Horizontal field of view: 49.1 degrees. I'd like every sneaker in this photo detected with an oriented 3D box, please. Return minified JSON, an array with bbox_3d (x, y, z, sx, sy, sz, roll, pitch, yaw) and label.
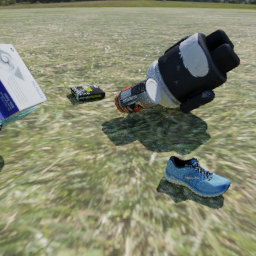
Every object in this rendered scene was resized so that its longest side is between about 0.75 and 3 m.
[{"bbox_3d":[1.305,0.888,5.397,1.300,0.585,0.510,15,31,27],"label":"sneaker"}]

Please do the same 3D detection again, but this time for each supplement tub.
[{"bbox_3d":[0.251,-0.854,7.871,1.218,0.746,0.746,-17,13,39],"label":"supplement tub"}]

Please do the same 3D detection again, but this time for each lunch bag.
[{"bbox_3d":[-3.440,-0.285,6.168,2.710,1.044,2.173,-14,11,28],"label":"lunch bag"}]

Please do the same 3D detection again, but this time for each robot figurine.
[{"bbox_3d":[1.840,-1.687,8.345,2.714,1.693,2.039,-29,16,30],"label":"robot figurine"}]

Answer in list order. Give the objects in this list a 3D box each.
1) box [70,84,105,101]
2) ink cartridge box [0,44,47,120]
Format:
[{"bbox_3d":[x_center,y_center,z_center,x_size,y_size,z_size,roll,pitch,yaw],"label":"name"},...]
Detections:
[{"bbox_3d":[-1.416,-1.250,9.826,0.974,0.240,1.009,-12,29,-22],"label":"box"},{"bbox_3d":[-2.151,-0.857,4.907,0.261,1.285,1.288,-28,9,21],"label":"ink cartridge box"}]
